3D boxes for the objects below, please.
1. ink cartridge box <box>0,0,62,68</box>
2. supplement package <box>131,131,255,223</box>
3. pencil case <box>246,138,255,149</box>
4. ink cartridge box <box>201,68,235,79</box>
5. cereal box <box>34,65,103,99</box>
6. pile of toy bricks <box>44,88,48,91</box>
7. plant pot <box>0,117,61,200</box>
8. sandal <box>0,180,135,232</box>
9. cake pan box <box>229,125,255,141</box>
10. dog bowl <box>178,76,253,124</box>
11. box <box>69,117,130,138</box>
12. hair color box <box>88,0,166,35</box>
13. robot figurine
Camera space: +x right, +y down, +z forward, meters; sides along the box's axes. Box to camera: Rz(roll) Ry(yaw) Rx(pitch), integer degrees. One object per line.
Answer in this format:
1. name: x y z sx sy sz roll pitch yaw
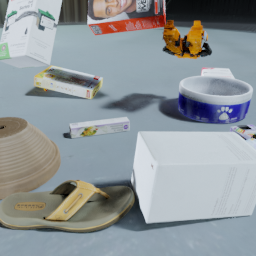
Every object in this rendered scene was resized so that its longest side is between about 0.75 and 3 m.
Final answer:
1. ink cartridge box: -2.733 -2.746 7.769 1.436 1.966 0.829 4 -7 36
2. supplement package: 1.402 0.950 5.899 2.354 1.376 1.381 1 26 -14
3. pencil case: 3.114 0.702 7.595 1.275 0.530 0.578 -18 69 -34
4. ink cartridge box: 4.281 -2.302 13.512 1.370 0.798 1.882 4 25 9
5. cereal box: -2.687 -2.164 13.044 2.709 0.535 1.949 15 28 4
6. pile of toy bricks: -4.133 -2.081 13.501 0.427 0.480 0.865 -21 38 -1
7. plant pot: -3.153 0.518 7.218 2.688 1.241 2.688 1 25 0
8. sandal: -1.264 1.477 5.757 2.831 0.764 1.137 -1 26 -2
9. cake pan box: 3.883 0.188 9.035 0.852 0.242 0.925 -3 26 -12
10. dog bowl: 3.318 -1.180 10.893 2.692 1.060 2.692 0 26 0
11. box: -0.933 -0.023 9.288 1.978 0.383 0.410 -8 27 -16
12. hair color box: -0.046 -4.666 10.987 2.957 1.501 0.905 -3 -11 13
13. robot figurine: 2.203 -3.226 10.559 1.927 0.774 2.658 8 2 16
